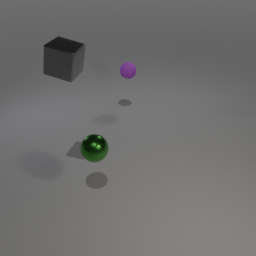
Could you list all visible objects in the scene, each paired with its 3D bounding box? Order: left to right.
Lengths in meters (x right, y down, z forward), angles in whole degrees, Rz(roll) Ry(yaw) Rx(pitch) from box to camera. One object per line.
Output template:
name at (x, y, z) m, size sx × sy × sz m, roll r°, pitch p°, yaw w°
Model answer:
cube at (-1.440, -1.567, 6.362) m, size 0.700 × 0.700 × 0.700 m, roll 18°, pitch 36°, yaw 5°
ball at (-0.829, 0.497, 6.909) m, size 0.700 × 0.700 × 0.700 m, roll 0°, pitch 30°, yaw 0°
ball at (0.003, -2.413, 11.775) m, size 0.700 × 0.700 × 0.700 m, roll 0°, pitch 30°, yaw 0°
